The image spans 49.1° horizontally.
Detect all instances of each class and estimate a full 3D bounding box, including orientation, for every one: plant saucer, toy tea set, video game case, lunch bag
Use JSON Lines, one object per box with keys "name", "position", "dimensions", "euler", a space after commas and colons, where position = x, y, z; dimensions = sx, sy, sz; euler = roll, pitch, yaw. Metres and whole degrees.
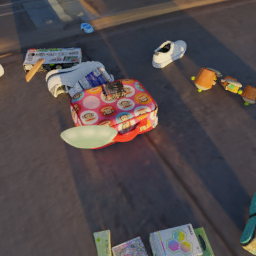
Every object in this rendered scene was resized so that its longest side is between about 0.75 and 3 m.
{"name": "plant saucer", "position": [-1.019, 0.299, 7.447], "dimensions": [1.503, 1.503, 0.289], "euler": [-5, 71, -4]}
{"name": "toy tea set", "position": [4.056, -1.691, 11.938], "dimensions": [2.738, 1.013, 1.628], "euler": [36, 27, 33]}
{"name": "video game case", "position": [0.161, 3.525, 7.294], "dimensions": [0.831, 0.105, 1.161], "euler": [-16, 49, -15]}
{"name": "lunch bag", "position": [-0.445, -0.513, 10.365], "dimensions": [2.978, 1.220, 2.623], "euler": [-20, 49, -18]}
{"name": "plant saucer", "position": [-3.139, -1.976, 9.380], "dimensions": [0.178, 0.952, 0.952], "euler": [37, 42, -23]}

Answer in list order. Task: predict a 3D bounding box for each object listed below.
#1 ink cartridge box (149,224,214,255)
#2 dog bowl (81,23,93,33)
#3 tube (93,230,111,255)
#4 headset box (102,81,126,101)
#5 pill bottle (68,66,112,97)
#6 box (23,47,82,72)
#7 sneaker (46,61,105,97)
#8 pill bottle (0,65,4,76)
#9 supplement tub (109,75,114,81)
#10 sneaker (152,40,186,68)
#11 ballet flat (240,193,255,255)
{"name": "ink cartridge box", "position": [1.442, 3.100, 7.441], "dimensions": [1.602, 0.475, 0.832], "euler": [-9, 47, -9]}
{"name": "dog bowl", "position": [-2.368, -5.763, 16.083], "dimensions": [0.502, 0.223, 0.900], "euler": [-30, 54, -26]}
{"name": "tube", "position": [-0.632, 3.289, 7.405], "dimensions": [0.346, 0.310, 1.194], "euler": [28, 31, -33]}
{"name": "headset box", "position": [-0.543, -1.359, 10.220], "dimensions": [0.809, 0.312, 0.602], "euler": [-12, 54, -14]}
{"name": "pill bottle", "position": [-1.494, -1.667, 11.333], "dimensions": [1.693, 0.980, 0.980], "euler": [-35, 51, 2]}
{"name": "box", "position": [-3.596, -3.351, 13.610], "dimensions": [2.607, 0.453, 1.435], "euler": [-3, 46, -3]}
{"name": "sneaker", "position": [-2.180, -2.094, 12.213], "dimensions": [2.611, 0.997, 1.051], "euler": [-21, 60, -12]}
{"name": "pill bottle", "position": [-6.312, -2.130, 12.038], "dimensions": [1.048, 1.048, 1.887], "euler": [18, 48, 17]}
{"name": "supplement tub", "position": [-1.068, -1.958, 12.158], "dimensions": [0.881, 0.640, 0.640], "euler": [-8, 47, -8]}
{"name": "sneaker", "position": [2.125, -3.847, 13.790], "dimensions": [0.907, 0.879, 2.483], "euler": [29, 53, 25]}
{"name": "ballet flat", "position": [3.759, 2.588, 7.865], "dimensions": [0.751, 0.751, 2.126], "euler": [23, 50, 21]}
